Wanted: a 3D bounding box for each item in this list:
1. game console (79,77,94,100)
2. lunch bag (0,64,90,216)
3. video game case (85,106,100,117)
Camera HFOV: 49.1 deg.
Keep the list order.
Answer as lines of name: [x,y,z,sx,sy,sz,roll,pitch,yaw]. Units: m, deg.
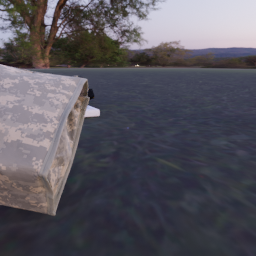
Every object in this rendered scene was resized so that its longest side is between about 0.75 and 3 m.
game console: [-1.939,-1.531,10.833,1.041,0.213,1.765,-6,37,-14]
lunch bag: [-1.383,-0.053,3.483,1.505,1.079,1.835,10,49,1]
video game case: [-2.228,-0.605,9.138,1.946,0.245,2.135,-6,15,-29]
